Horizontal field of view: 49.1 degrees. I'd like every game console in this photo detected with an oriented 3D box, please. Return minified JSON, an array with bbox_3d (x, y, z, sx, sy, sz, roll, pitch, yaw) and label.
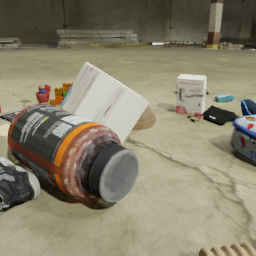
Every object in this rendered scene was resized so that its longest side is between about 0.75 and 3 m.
[{"bbox_3d":[3.649,-0.384,10.896,1.068,0.706,1.214,-39,32,-13],"label":"game console"}]

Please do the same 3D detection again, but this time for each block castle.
[{"bbox_3d":[-2.414,-1.425,11.985,2.825,1.325,1.888,-4,21,-11],"label":"block castle"}]

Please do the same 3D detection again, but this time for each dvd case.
[{"bbox_3d":[-2.999,-0.335,8.197,1.376,0.110,1.023,16,26,36],"label":"dvd case"}]

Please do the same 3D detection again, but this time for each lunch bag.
[{"bbox_3d":[4.416,0.303,7.759,2.680,1.013,2.148,-9,24,-21],"label":"lunch bag"}]

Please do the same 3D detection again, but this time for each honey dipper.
[{"bbox_3d":[0.267,2.030,3.760,2.976,0.565,0.565,-6,21,-6],"label":"honey dipper"}]

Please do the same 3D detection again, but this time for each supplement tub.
[{"bbox_3d":[-1.217,0.520,6.058,2.985,1.596,1.596,20,28,38],"label":"supplement tub"}]

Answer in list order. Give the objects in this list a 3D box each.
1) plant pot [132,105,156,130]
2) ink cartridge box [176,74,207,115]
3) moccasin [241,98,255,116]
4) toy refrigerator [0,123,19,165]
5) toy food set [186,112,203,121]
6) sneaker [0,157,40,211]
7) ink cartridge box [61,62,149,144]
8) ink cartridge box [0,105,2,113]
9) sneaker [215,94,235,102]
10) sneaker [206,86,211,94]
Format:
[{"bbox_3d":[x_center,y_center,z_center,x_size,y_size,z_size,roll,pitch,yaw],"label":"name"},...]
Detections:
[{"bbox_3d":[0.087,-0.656,10.503,1.950,0.900,1.950,0,19,0],"label":"plant pot"},{"bbox_3d":[2.584,-1.364,11.474,1.106,1.518,0.644,8,26,21],"label":"ink cartridge box"},{"bbox_3d":[4.697,-0.428,10.114,0.735,0.868,2.156,-13,32,8],"label":"moccasin"},{"bbox_3d":[-2.839,0.204,8.165,0.807,0.876,2.308,9,21,23],"label":"toy refrigerator"},{"bbox_3d":[2.648,-0.494,10.943,0.565,0.140,0.889,-15,17,-11],"label":"toy food set"},{"bbox_3d":[-2.747,1.156,5.840,1.736,0.655,0.988,15,22,29],"label":"sneaker"},{"bbox_3d":[-0.789,-0.699,8.534,1.701,1.746,2.717,29,9,-25],"label":"ink cartridge box"},{"bbox_3d":[-5.795,-0.741,11.489,0.655,0.370,0.892,11,22,26],"label":"ink cartridge box"},{"bbox_3d":[4.664,-1.502,13.617,0.913,0.363,0.596,-5,22,-15],"label":"sneaker"},{"bbox_3d":[3.620,-2.062,14.880,1.619,0.665,0.630,13,12,-11],"label":"sneaker"}]
